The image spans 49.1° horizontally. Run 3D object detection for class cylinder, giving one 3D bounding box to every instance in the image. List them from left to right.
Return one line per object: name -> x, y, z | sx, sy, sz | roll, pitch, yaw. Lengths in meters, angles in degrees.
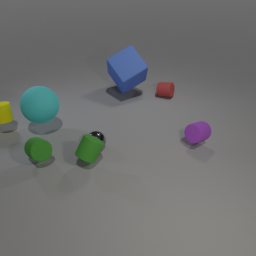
cylinder -> -4.791, -0.581, 10.646 | 0.700, 0.700, 0.700 | -5, 21, 2
cylinder -> -2.885, 0.678, 8.994 | 0.700, 0.700, 0.700 | -21, 18, -32
cylinder -> -1.224, 0.651, 8.865 | 0.700, 0.700, 0.700 | 26, 7, -3
cylinder -> 1.849, -1.903, 13.802 | 0.700, 0.700, 0.700 | 7, 30, 29
cylinder -> 2.478, 0.144, 9.930 | 0.700, 0.700, 0.700 | 27, 27, 38

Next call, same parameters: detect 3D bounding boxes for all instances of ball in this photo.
ball -> -3.275, -0.856, 10.424 | 1.400, 1.400, 1.400 | 0, 30, 0
ball -> -1.130, 0.452, 9.870 | 0.700, 0.700, 0.700 | 0, 30, 0

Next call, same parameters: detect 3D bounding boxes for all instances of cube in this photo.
cube -> -0.043, -2.747, 13.277 | 1.400, 1.400, 1.400 | -33, 79, -9
